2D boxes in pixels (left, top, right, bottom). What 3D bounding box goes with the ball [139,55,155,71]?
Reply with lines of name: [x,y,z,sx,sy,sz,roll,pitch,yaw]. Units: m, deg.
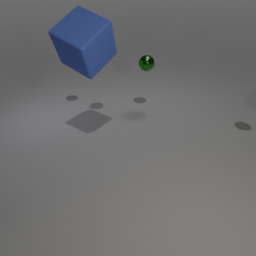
ball: [0.822,-2.842,12.313,0.700,0.700,0.700,0,30,0]

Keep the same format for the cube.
cube: [-1.383,-2.714,8.950,1.400,1.400,1.400,32,69,21]
